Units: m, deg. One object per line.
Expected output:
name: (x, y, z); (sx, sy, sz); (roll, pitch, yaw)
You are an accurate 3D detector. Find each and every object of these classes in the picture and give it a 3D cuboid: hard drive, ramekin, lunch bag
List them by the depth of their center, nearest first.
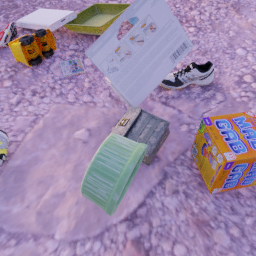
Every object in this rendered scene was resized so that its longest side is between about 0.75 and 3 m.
ramekin: (-0.306, 0.934, 5.997); (0.815, 1.669, 1.669); (26, 54, 9)
lunch bag: (0.270, 0.132, 7.952); (1.488, 0.875, 1.220); (27, 69, 22)
hard drive: (-3.616, -4.796, 12.353); (2.366, 0.311, 1.560); (20, 51, 33)

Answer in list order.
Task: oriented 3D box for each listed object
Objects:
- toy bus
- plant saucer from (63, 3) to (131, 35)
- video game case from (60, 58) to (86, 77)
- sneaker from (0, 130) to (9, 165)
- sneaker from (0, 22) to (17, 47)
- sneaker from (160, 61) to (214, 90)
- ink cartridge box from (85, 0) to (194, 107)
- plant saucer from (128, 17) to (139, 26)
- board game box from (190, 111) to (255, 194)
toy bus: (-3.846, -3.204, 10.978); (1.509, 1.067, 1.572); (16, 47, 34)
plant saucer: (-1.267, -4.714, 12.209); (2.361, 0.565, 2.358); (18, 50, 33)
video game case: (-2.123, -2.320, 10.706); (0.816, 0.106, 0.896); (-15, 50, -13)
sneaker: (-4.579, 0.733, 7.498); (2.612, 0.985, 0.998); (-15, 50, -11)
sneaker: (-5.208, -4.022, 11.885); (0.642, 0.582, 1.512); (1, 49, 7)
sneaker: (2.072, -1.938, 9.875); (1.989, 0.872, 0.752); (-11, 52, -7)
ink cartridge box: (0.356, -2.375, 8.469); (2.835, 2.460, 0.617); (-47, 34, -2)
plant saucer: (0.919, -4.961, 12.891); (1.849, 0.253, 1.849); (0, 48, 0)
board game box: (2.658, 0.625, 7.228); (1.418, 1.419, 1.418); (-7, 49, -11)
